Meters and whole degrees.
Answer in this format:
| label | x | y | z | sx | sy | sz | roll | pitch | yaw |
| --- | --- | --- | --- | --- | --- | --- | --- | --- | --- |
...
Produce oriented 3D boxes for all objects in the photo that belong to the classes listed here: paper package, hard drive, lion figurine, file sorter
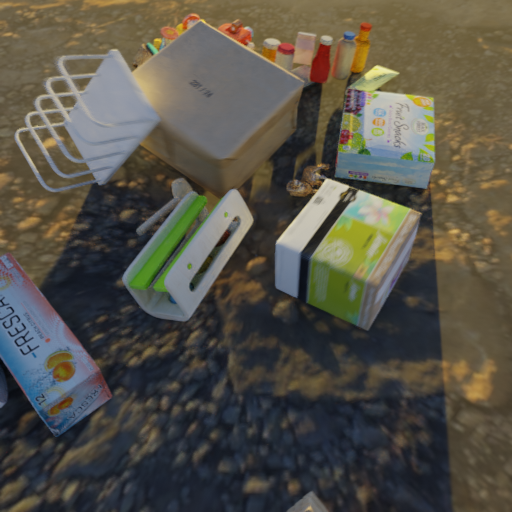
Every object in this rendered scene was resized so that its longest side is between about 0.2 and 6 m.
| label | x | y | z | sx | sy | sz | roll | pitch | yaw |
| --- | --- | --- | --- | --- | --- | --- | --- | --- | --- |
| paper package | -0.883 | -2.902 | 10.976 | 2.734 | 1.415 | 2.606 | 36 | 67 | 15 |
| hard drive | 0.991 | -4.162 | 13.295 | 1.013 | 0.167 | 0.707 | -32 | 57 | -24 |
| lion figurine | 1.034 | -1.501 | 11.020 | 0.669 | 0.396 | 1.093 | 9 | 37 | 17 |
| file sorter | -3.099 | -2.336 | 9.996 | 1.345 | 2.161 | 1.499 | -26 | 83 | -49 |

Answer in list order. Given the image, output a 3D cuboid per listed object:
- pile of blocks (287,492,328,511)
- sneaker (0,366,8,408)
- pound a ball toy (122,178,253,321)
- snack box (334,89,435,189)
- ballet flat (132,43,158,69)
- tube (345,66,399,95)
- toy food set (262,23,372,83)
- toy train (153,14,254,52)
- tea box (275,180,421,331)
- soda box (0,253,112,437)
| label | x | y | z | sx | sy | sz | roll | pitch | yaw |
| --- | --- | --- | --- | --- | --- | --- | --- | --- | --- |
| pile of blocks | 1.333 | 3.655 | 6.607 | 2.464 | 1.012 | 0.766 | 26 | 12 | 9 |
| sneaker | -4.444 | 1.535 | 8.252 | 0.861 | 0.888 | 2.432 | -38 | 51 | -15 |
| pound a ball toy | -1.198 | -0.168 | 9.596 | 1.707 | 1.112 | 2.618 | 2 | 45 | 35 |
| snack box | 2.656 | -2.456 | 11.500 | 1.863 | 0.747 | 2.209 | 9 | 51 | 7 |
| ballet flat | -2.070 | -3.800 | 12.647 | 0.751 | 0.811 | 2.300 | -42 | 67 | 15 |
| tube | 2.676 | -4.084 | 13.111 | 1.593 | 0.414 | 0.462 | -40 | 99 | -33 |
| toy food set | 1.405 | -4.858 | 13.043 | 2.498 | 1.124 | 1.192 | 9 | 47 | -1 |
| toy train | -1.372 | -5.407 | 13.961 | 1.966 | 0.728 | 2.617 | 33 | 57 | 25 |
| tea box | 1.492 | -0.067 | 9.213 | 1.763 | 1.197 | 1.792 | 24 | 54 | 20 |
| soda box | -3.349 | 1.244 | 8.351 | 0.971 | 0.902 | 2.838 | -34 | 57 | -24 |
